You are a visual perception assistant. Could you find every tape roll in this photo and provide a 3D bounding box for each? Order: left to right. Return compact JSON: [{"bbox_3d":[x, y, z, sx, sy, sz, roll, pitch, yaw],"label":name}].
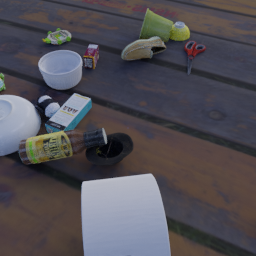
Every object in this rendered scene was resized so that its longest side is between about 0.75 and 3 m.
[{"bbox_3d":[-0.122,2.311,6.350,1.640,2.389,2.389,-6,48,-5],"label":"tape roll"}]

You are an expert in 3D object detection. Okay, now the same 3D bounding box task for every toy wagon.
[{"bbox_3d":[-3.610,-4.541,14.093,1.436,0.284,1.114,-30,54,-24],"label":"toy wagon"}]

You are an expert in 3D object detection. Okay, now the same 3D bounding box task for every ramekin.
[{"bbox_3d":[-2.741,-2.380,11.667,1.749,0.918,1.749,0,48,0],"label":"ramekin"}]

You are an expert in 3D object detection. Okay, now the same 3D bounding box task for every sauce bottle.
[{"bbox_3d":[-2.025,0.500,8.818,2.678,0.866,0.866,-13,48,3],"label":"sauce bottle"}]

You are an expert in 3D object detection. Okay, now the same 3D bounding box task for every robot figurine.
[{"bbox_3d":[-2.971,-0.786,10.401,1.028,0.641,0.772,36,73,29],"label":"robot figurine"}]

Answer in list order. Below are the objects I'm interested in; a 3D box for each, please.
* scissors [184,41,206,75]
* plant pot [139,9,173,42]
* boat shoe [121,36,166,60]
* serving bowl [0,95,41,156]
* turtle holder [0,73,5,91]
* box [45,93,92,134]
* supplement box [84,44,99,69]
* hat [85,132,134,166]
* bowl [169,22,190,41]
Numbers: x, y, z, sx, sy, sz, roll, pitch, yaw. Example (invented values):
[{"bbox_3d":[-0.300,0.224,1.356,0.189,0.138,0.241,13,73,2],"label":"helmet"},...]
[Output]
[{"bbox_3d":[2.853,-3.316,13.072,0.980,0.187,2.678,22,52,16],"label":"scissors"},{"bbox_3d":[1.417,-4.906,13.771,1.400,1.523,1.523,16,48,0],"label":"plant pot"},{"bbox_3d":[0.799,-3.567,12.889,2.344,0.840,0.893,-29,65,-24],"label":"boat shoe"},{"bbox_3d":[-4.487,-0.298,9.783,2.665,0.877,2.665,0,48,0],"label":"serving bowl"},{"bbox_3d":[-5.317,-1.819,11.372,0.831,0.590,0.632,-33,55,-27],"label":"turtle holder"},{"bbox_3d":[-2.116,-0.467,10.212,0.764,0.456,1.856,20,50,17],"label":"box"},{"bbox_3d":[-1.640,-3.253,12.668,0.474,0.610,1.106,7,47,3],"label":"supplement box"},{"bbox_3d":[-0.539,0.822,8.933,1.538,0.621,1.538,-9,38,7],"label":"hat"},{"bbox_3d":[2.612,-5.032,14.311,1.166,0.627,1.166,0,47,0],"label":"bowl"}]
